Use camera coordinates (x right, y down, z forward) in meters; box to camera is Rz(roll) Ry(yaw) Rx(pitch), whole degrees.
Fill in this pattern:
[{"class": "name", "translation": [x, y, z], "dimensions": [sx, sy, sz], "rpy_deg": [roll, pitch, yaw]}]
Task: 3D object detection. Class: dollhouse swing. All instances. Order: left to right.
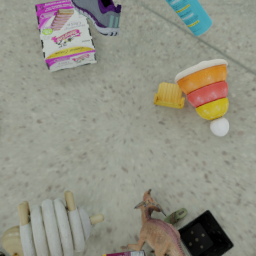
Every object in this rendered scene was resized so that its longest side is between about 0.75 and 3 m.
[{"class": "dollhouse swing", "translation": [1.578, -1.292, 10.481], "dimensions": [1.089, 0.989, 0.957], "rpy_deg": [11, 87, 5]}]

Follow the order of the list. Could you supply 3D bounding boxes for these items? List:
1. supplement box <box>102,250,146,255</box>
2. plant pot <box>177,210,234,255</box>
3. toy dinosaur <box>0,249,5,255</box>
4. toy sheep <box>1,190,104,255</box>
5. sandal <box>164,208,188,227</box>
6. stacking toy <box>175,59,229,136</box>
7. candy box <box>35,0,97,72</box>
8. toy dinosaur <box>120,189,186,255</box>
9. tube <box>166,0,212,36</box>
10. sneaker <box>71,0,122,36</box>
[{"class": "supplement box", "translation": [-0.086, 4.095, 8.063], "dimensions": [1.257, 0.649, 0.823], "rpy_deg": [-5, 109, -3]}, {"class": "plant pot", "translation": [2.181, 3.326, 8.362], "dimensions": [1.198, 1.065, 1.201], "rpy_deg": [-30, 69, -12]}, {"class": "toy dinosaur", "translation": [-3.743, 4.067, 8.452], "dimensions": [0.822, 0.317, 0.421], "rpy_deg": [35, 77, 17]}, {"class": "toy sheep", "translation": [-2.110, 2.914, 8.116], "dimensions": [2.905, 2.003, 2.003], "rpy_deg": [-11, 67, -13]}, {"class": "sandal", "translation": [1.515, 2.866, 8.992], "dimensions": [0.932, 0.266, 0.370], "rpy_deg": [-35, 71, -14]}, {"class": "stacking toy", "translation": [2.954, -0.968, 10.157], "dimensions": [1.948, 1.948, 2.666], "rpy_deg": [-16, 87, -7]}, {"class": "candy box", "translation": [-2.583, -3.917, 11.575], "dimensions": [2.017, 0.902, 2.957], "rpy_deg": [-14, 68, -7]}, {"class": "toy dinosaur", "translation": [0.919, 2.992, 8.020], "dimensions": [2.693, 1.156, 1.825], "rpy_deg": [23, 99, 45]}, {"class": "tube", "translation": [1.730, -4.461, 9.491], "dimensions": [2.998, 1.161, 0.755], "rpy_deg": [40, 56, -27]}, {"class": "sneaker", "translation": [-0.927, -3.895, 8.694], "dimensions": [0.907, 1.067, 2.437], "rpy_deg": [-20, 56, -37]}]
